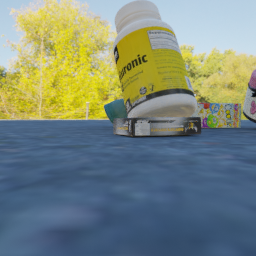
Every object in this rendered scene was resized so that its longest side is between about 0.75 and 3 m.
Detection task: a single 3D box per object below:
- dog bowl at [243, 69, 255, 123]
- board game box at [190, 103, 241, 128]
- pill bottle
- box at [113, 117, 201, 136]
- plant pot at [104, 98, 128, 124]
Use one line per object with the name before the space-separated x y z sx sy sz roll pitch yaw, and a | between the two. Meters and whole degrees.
dog bowl | 4.420 -0.981 6.932 2.990 1.102 2.990 -10 19 4
board game box | 2.572 -0.386 8.476 1.443 0.743 0.757 0 4 -17
pill bottle | 0.522 -1.548 6.818 1.620 2.912 1.620 -11 -19 -4
box | 0.481 -0.031 4.977 1.273 0.308 1.008 -1 0 -21
plant pot | -0.244 -0.585 9.027 0.761 0.810 0.810 -29 -6 15
